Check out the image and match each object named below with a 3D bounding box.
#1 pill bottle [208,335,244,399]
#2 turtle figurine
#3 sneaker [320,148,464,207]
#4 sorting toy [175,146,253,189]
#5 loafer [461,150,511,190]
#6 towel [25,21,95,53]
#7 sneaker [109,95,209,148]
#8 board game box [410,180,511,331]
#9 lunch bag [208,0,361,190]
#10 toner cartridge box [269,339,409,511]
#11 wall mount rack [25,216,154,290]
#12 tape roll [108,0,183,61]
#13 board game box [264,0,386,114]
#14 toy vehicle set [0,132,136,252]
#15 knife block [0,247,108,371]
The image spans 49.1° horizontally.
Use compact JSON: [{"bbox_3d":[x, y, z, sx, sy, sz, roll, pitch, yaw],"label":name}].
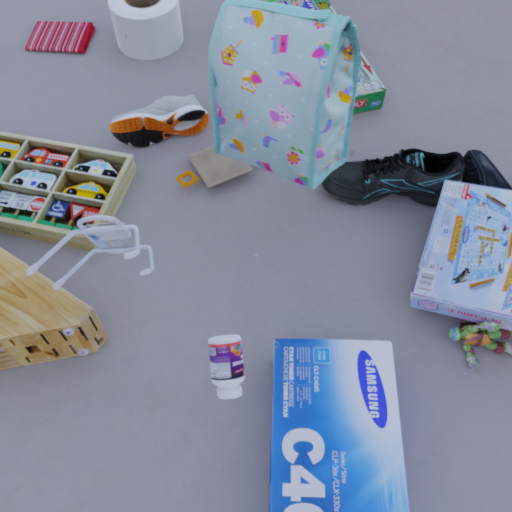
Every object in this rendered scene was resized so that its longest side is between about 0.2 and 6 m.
[{"bbox_3d":[-0.344,1.306,6.605,0.393,0.393,0.705,-6,90,-4],"label":"pill bottle"},{"bbox_3d":[4.003,1.560,9.600,1.196,1.233,0.887,2,90,-3],"label":"turtle figurine"},{"bbox_3d":[2.813,-1.773,11.629,2.960,1.173,1.116,1,58,2],"label":"sneaker"},{"bbox_3d":[-0.797,-1.985,12.299,2.081,0.283,1.172,-24,55,-15],"label":"sorting toy"},{"bbox_3d":[4.907,-1.001,11.304,0.952,0.921,2.712,-7,61,-11],"label":"loafer"},{"bbox_3d":[-5.185,-5.804,14.879,1.621,0.182,1.172,4,59,5],"label":"towel"},{"bbox_3d":[-2.270,-3.171,12.849,2.223,0.842,1.023,-12,50,-16],"label":"sneaker"},{"bbox_3d":[4.400,-0.001,10.035,2.623,0.541,2.630,14,64,23],"label":"board game box"},{"bbox_3d":[0.458,-2.815,9.340,2.281,2.678,1.633,23,43,26],"label":"lunch bag"},{"bbox_3d":[1.178,3.318,8.389,1.980,0.900,4.168,1,56,1],"label":"toner cartridge box"},{"bbox_3d":[-2.153,-0.001,7.411,1.418,1.632,0.608,-6,75,-1],"label":"wall mount rack"},{"bbox_3d":[-2.816,-6.097,14.442,1.780,1.222,1.780,0,56,0],"label":"tape roll"},{"bbox_3d":[1.058,-5.024,14.101,2.860,0.619,4.250,-15,58,-10],"label":"board game box"},{"bbox_3d":[-4.682,-1.457,11.808,3.695,0.490,2.296,11,57,7],"label":"toy vehicle set"},{"bbox_3d":[-4.734,0.410,10.136,3.687,1.179,3.236,-10,58,-6],"label":"knife block"}]
